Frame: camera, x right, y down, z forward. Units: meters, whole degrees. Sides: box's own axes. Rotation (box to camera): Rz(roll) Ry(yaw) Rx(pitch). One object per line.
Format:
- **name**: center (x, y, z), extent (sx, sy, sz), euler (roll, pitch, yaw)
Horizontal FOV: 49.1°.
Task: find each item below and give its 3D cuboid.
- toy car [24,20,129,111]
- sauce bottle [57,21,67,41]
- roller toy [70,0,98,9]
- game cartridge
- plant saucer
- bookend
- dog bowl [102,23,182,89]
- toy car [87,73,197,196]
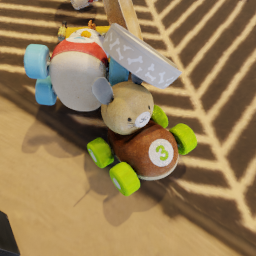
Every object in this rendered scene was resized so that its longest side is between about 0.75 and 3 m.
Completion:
- **toy car**: center (-1.125, -1.936, 7.333), extent (2.307, 2.214, 2.503), euler (5, 63, -2)
- **sauce bottle**: center (-2.159, -3.233, 9.293), extent (0.256, 0.256, 0.792), euler (2, 57, 1)
- **roller toy**: center (-1.686, -4.831, 9.477), extent (1.080, 1.410, 1.545), euler (-23, 58, 2)
- **game cartridge**: center (-1.093, -2.377, 8.740), extent (1.773, 0.326, 2.011), euler (-3, 59, -2)
- **plant saucer**: center (-0.164, -3.180, 7.914), extent (0.507, 2.862, 2.862), euler (-15, 59, 14)
- **bookend**: center (-3.430, 2.259, 4.950), extent (2.191, 2.177, 1.009), euler (-27, 64, -14)
- **dog bowl**: center (0.273, -1.511, 5.967), extent (1.858, 1.858, 0.545), euler (44, 110, 22)
- **toy car**: center (0.152, -0.231, 6.031), extent (2.079, 2.531, 1.997), euler (-32, 46, -19)
